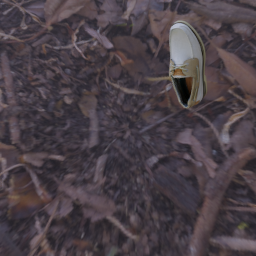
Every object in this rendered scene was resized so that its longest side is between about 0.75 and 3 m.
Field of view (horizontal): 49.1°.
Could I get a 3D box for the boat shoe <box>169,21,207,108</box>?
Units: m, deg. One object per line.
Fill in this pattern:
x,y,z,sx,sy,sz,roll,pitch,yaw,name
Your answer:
1.335,-1.380,6.422,0.752,2.013,0.689,7,41,43,boat shoe
